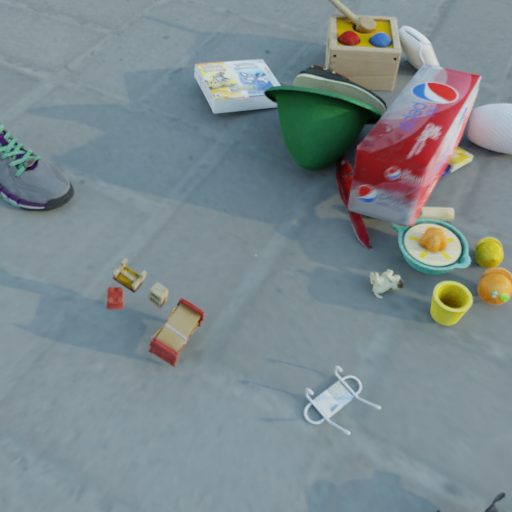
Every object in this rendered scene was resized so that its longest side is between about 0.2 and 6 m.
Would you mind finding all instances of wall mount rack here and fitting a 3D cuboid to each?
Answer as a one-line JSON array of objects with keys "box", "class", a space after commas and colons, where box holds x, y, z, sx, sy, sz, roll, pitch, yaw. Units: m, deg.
[{"box": [1.233, 2.126, 8.121, 1.041, 0.388, 0.904, -32, 58, -22], "class": "wall mount rack"}]

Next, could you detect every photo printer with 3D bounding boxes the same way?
[{"box": [3.826, -4.882, 13.285, 0.399, 1.150, 0.957, -42, 55, 10], "class": "photo printer"}]

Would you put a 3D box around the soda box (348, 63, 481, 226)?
[{"box": [3.074, -2.227, 10.592, 1.230, 1.358, 3.880, 21, 47, 20], "class": "soda box"}]

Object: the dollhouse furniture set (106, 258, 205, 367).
[{"box": [-1.643, 0.876, 8.577, 1.560, 0.635, 0.840, 33, 62, 2], "class": "dollhouse furniture set"}]

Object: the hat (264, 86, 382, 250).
[{"box": [1.092, -1.814, 11.265, 2.446, 2.599, 2.952, 12, 7, -7], "class": "hat"}]

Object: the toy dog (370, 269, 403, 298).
[{"box": [2.233, 0.460, 9.469, 0.500, 0.349, 0.485, -3, 80, -6], "class": "toy dog"}]

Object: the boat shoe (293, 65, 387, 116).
[{"box": [1.941, -3.662, 12.491, 2.202, 0.806, 0.690, 26, 54, 18], "class": "boat shoe"}]

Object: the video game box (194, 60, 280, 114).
[{"box": [-0.378, -3.907, 12.808, 1.715, 0.401, 1.563, -11, 48, -19], "class": "video game box"}]

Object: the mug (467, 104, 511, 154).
[{"box": [5.116, -2.698, 11.726, 1.174, 0.989, 1.339, 14, 22, 22], "class": "mug"}]

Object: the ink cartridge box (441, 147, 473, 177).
[{"box": [3.852, -2.055, 11.548, 0.848, 0.199, 0.838, -26, 52, -26], "class": "ink cartridge box"}]

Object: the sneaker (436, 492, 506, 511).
[{"box": [3.083, 3.565, 6.733, 1.922, 0.747, 1.345, 12, 53, 9], "class": "sneaker"}]

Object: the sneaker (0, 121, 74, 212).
[{"box": [-4.832, -1.911, 10.773, 2.972, 1.301, 1.106, 27, 56, 20], "class": "sneaker"}]

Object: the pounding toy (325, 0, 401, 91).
[{"box": [2.368, -5.146, 13.281, 1.869, 1.443, 2.030, 4, 51, 2], "class": "pounding toy"}]

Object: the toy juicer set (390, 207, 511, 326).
[{"box": [3.338, -0.245, 9.738, 1.830, 0.783, 2.877, -14, 51, -11], "class": "toy juicer set"}]
